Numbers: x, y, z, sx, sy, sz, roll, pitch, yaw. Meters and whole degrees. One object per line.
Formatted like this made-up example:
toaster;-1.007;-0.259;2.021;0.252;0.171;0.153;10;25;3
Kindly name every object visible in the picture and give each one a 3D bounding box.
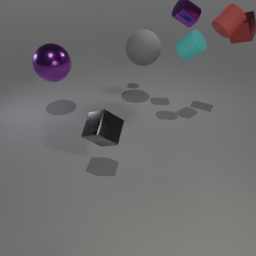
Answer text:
cube;-0.638;0.018;7.121;0.700;0.700;0.700;-8;61;47
cylinder;1.919;-3.801;9.220;0.700;0.700;0.700;23;23;-24
cylinder;2.978;-3.167;8.289;0.700;0.700;0.700;41;7;-6
ball;-2.813;-2.416;10.400;1.400;1.400;1.400;0;31;0
cylinder;1.986;-2.597;8.808;0.700;0.700;0.700;-25;10;43
ball;0.613;-3.200;11.215;1.400;1.400;1.400;0;31;0
cube;3.750;-3.294;9.207;0.700;0.700;0.700;5;48;40
